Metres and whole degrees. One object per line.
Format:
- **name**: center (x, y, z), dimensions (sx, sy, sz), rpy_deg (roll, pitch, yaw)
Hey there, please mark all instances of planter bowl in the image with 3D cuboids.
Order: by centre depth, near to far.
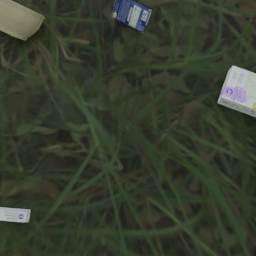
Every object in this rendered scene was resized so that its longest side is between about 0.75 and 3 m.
- **planter bowl**: center (-3.594, -3.481, 9.098), dimensions (1.481, 1.481, 0.996), rpy_deg (28, 102, 8)

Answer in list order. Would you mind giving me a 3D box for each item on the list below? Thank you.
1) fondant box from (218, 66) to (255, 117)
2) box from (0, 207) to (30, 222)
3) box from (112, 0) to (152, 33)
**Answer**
- **fondant box**: center (3.817, -1.082, 8.756), dimensions (1.657, 0.483, 1.195), rpy_deg (21, 75, 7)
- **box**: center (-3.655, 2.375, 7.781), dimensions (1.770, 0.367, 0.342), rpy_deg (4, 74, 0)
- **box**: center (0.105, -3.752, 9.186), dimensions (1.241, 0.752, 0.201), rpy_deg (30, 40, 9)
